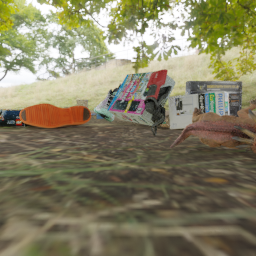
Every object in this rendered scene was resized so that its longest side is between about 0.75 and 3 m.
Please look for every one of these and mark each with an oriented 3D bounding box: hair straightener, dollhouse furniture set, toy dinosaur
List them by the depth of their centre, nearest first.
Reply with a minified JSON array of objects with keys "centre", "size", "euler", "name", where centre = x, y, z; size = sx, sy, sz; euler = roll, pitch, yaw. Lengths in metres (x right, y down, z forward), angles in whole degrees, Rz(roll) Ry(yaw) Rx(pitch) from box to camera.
[{"centre":[1.271,0.037,3.599],"size":[1.604,0.688,1.087],"euler":[-4,9,18],"name":"toy dinosaur"},{"centre":[0.775,-0.552,6.407],"size":[0.535,1.007,2.616],"euler":[-14,23,13],"name":"hair straightener"},{"centre":[-2.037,-0.949,14.298],"size":[1.374,0.950,1.456],"euler":[4,5,37],"name":"dollhouse furniture set"}]

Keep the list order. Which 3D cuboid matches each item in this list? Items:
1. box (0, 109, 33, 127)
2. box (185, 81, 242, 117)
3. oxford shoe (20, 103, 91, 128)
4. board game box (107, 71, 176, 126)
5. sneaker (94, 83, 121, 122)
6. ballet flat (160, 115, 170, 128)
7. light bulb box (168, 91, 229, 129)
[{"centre":[-4.343,-0.368,9.343],"size":[2.807,0.529,1.917],"euler":[0,4,6],"name":"box"},{"centre":[2.899,-0.849,9.509],"size":[1.870,1.481,0.452],"euler":[-1,4,-9],"name":"box"},{"centre":[-2.111,-0.252,8.124],"size":[2.002,0.714,0.730],"euler":[1,-18,-29],"name":"oxford shoe"},{"centre":[0.348,-0.924,8.528],"size":[0.632,1.450,1.965],"euler":[33,-11,-29],"name":"board game box"},{"centre":[-0.645,-1.124,11.354],"size":[0.879,1.582,2.261],"euler":[33,0,-11],"name":"sneaker"},{"centre":[1.278,-0.248,8.505],"size":[0.465,0.470,1.382],"euler":[-6,0,25],"name":"ballet flat"},{"centre":[2.017,-0.497,7.797],"size":[1.458,0.910,1.445],"euler":[-3,4,24],"name":"light bulb box"}]
